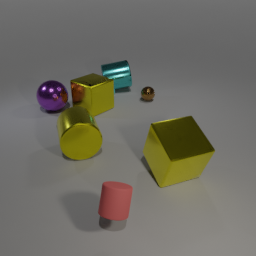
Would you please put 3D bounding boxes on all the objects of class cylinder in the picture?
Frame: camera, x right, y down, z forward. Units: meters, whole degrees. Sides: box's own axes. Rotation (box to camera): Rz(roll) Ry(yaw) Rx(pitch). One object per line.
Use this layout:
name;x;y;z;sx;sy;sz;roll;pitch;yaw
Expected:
cylinder;-0.610;-2.735;14.686;1.400;1.400;1.400;-12;30;-4
cylinder;-1.696;0.156;9.653;1.400;1.400;1.400;-8;30;-15
cylinder;-0.284;1.636;6.354;0.700;0.700;0.700;9;1;0

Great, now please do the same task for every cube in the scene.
cube;1.428;0.686;8.302;1.400;1.400;1.400;-11;52;-19
cube;-1.597;-1.535;12.728;1.400;1.400;1.400;23;36;35

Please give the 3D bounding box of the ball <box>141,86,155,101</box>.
ball;0.974;-1.687;13.699;0.700;0.700;0.700;0;29;0

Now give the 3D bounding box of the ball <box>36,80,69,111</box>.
ball;-3.390;-1.447;12.599;1.400;1.400;1.400;0;29;0
